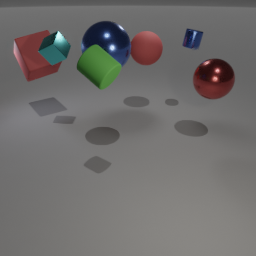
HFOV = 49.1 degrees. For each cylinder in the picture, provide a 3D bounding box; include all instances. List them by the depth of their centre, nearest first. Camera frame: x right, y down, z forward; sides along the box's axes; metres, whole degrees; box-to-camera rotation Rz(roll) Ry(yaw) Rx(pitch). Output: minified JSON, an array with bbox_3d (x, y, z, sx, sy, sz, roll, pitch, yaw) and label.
[{"bbox_3d":[-0.623,-1.310,6.067,0.700,0.700,0.700,41,38,7],"label":"cylinder"},{"bbox_3d":[2.643,-3.636,11.443,0.700,0.700,0.700,10,24,-5],"label":"cylinder"}]

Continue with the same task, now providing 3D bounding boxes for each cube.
[{"bbox_3d":[-2.484,-2.703,9.516,0.700,0.700,0.700,-14,50,28],"label":"cube"},{"bbox_3d":[-3.735,-2.947,11.564,1.400,1.400,1.400,-25,2,-24],"label":"cube"}]

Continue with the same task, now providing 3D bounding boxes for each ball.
[{"bbox_3d":[-0.608,-2.263,7.871,1.400,1.400,1.400,0,27,0],"label":"ball"},{"bbox_3d":[2.951,-1.682,9.666,1.400,1.400,1.400,0,27,0],"label":"ball"},{"bbox_3d":[0.776,-3.386,11.937,1.400,1.400,1.400,0,27,0],"label":"ball"}]
